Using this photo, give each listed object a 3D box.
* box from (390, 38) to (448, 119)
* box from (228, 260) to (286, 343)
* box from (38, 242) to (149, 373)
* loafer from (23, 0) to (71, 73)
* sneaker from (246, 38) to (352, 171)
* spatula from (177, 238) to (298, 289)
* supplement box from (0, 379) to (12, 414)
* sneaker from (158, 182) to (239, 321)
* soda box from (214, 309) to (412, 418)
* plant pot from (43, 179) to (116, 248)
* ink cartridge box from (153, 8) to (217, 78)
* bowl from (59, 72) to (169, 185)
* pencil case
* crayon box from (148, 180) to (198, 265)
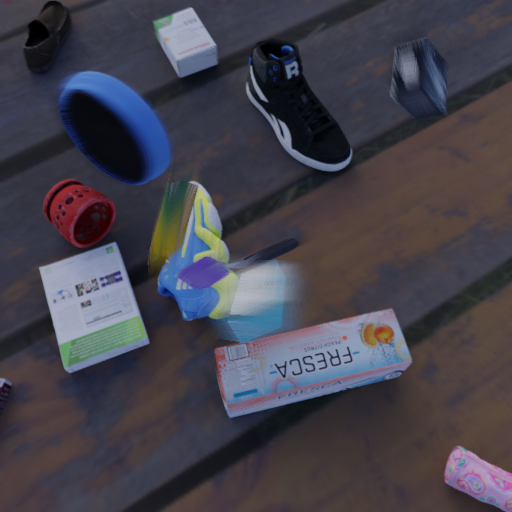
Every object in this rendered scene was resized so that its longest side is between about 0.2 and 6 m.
[{"bbox_3d":[2.582,-2.763,8.820,0.546,0.866,0.881,-1,76,40],"label":"box"},{"bbox_3d":[0.045,0.577,7.596,0.598,1.454,0.357,-24,109,15],"label":"box"},{"bbox_3d":[-2.852,0.869,9.814,1.441,0.363,1.997,-19,65,-9],"label":"box"},{"bbox_3d":[-4.647,-5.014,12.431,0.725,0.709,1.986,4,64,2],"label":"loafer"},{"bbox_3d":[0.781,-3.057,10.963,1.079,1.653,2.955,-36,69,-16],"label":"sneaker"},{"bbox_3d":[-0.255,0.104,8.473,2.148,0.607,0.221,-17,49,35],"label":"spatula"},{"bbox_3d":[-4.430,2.464,9.067,0.536,0.300,0.985,9,66,4],"label":"supplement box"},{"bbox_3d":[-1.207,-0.062,9.892,1.399,1.009,2.663,-18,67,-8],"label":"sneaker"},{"bbox_3d":[0.864,1.738,9.010,2.982,1.020,0.948,-12,65,-6],"label":"soda box"},{"bbox_3d":[-3.275,-0.813,10.235,0.958,1.052,1.052,33,69,19],"label":"plant pot"},{"bbox_3d":[-1.547,-4.700,12.359,0.956,0.576,1.316,-25,66,-11],"label":"ink cartridge box"},{"bbox_3d":[-2.468,-2.102,9.604,2.130,2.130,0.418,29,59,13],"label":"bowl"},{"bbox_3d":[3.614,3.448,8.395,1.496,0.654,0.654,23,67,14],"label":"pencil case"},{"bbox_3d":[-1.193,-0.457,8.048,0.304,0.759,1.196,18,103,2],"label":"crayon box"}]
